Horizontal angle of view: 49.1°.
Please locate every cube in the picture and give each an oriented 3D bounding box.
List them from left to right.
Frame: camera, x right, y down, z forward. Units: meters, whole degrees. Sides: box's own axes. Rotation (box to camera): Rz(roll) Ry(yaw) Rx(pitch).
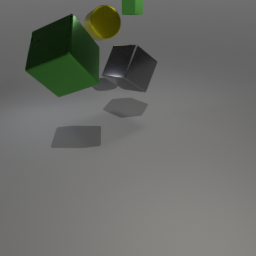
[{"bbox_3d":[-1.728,-1.923,7.698,1.400,1.400,1.400,-14,60,21],"label":"cube"},{"bbox_3d":[0.070,-2.408,11.374,1.400,1.400,1.400,16,-7,45],"label":"cube"},{"bbox_3d":[0.199,-5.375,12.358,0.700,0.700,0.700,12,23,30],"label":"cube"}]

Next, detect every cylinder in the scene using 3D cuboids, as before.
[{"bbox_3d":[-1.197,-4.766,12.829,1.400,1.400,1.400,-11,17,-19],"label":"cylinder"}]
